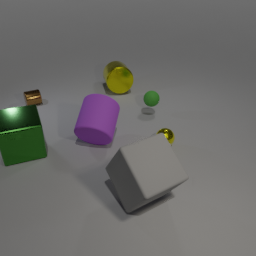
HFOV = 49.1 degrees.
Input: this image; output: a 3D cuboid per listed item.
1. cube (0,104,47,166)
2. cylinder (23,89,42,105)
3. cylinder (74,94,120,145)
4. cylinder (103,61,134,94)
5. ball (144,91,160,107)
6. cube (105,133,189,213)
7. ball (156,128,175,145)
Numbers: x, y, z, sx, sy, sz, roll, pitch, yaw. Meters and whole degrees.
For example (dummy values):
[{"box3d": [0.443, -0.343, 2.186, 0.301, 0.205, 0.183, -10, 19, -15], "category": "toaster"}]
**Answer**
[{"box3d": [-3.681, 0.216, 9.630, 1.400, 1.400, 1.400, -12, 40, -19], "category": "cube"}, {"box3d": [-4.540, -1.441, 13.343, 0.700, 0.700, 0.700, -16, 34, -25], "category": "cylinder"}, {"box3d": [-1.109, -0.294, 10.194, 1.400, 1.400, 1.400, 6, 62, 11], "category": "cylinder"}, {"box3d": [-0.531, -2.678, 14.687, 1.400, 1.400, 1.400, -6, 27, -10], "category": "cylinder"}, {"box3d": [1.024, -1.274, 12.177, 0.700, 0.700, 0.700, 0, 30, 0], "category": "ball"}, {"box3d": [0.452, 1.194, 7.472, 1.400, 1.400, 1.400, -18, 69, -30], "category": "cube"}, {"box3d": [1.350, 0.348, 10.197, 0.700, 0.700, 0.700, 0, 30, 0], "category": "ball"}]
